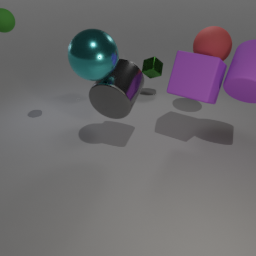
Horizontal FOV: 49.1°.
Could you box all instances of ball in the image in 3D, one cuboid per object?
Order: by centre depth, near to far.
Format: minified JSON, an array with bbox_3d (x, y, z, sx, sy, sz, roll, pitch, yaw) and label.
[{"bbox_3d":[-0.953,-2.004,7.736,1.400,1.400,1.400,0,30,0],"label":"ball"},{"bbox_3d":[-3.810,-3.275,8.537,0.700,0.700,0.700,0,30,0],"label":"ball"},{"bbox_3d":[3.143,-3.057,10.454,1.400,1.400,1.400,0,30,0],"label":"ball"}]

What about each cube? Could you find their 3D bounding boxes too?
[{"bbox_3d":[2.315,-1.654,9.364,1.400,1.400,1.400,19,11,26],"label":"cube"},{"bbox_3d":[1.173,-2.878,13.387,0.700,0.700,0.700,-6,-23,42],"label":"cube"}]

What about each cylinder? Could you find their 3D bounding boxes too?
[{"bbox_3d":[3.804,-1.693,8.532,1.400,1.400,1.400,17,72,27],"label":"cylinder"},{"bbox_3d":[-0.339,-1.247,8.951,1.400,1.400,1.400,11,48,18],"label":"cylinder"}]
